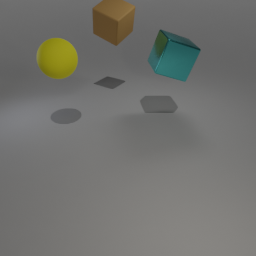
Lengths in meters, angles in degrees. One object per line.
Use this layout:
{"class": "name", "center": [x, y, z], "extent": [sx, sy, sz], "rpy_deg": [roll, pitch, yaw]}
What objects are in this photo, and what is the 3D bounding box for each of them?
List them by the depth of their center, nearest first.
{"class": "ball", "center": [-2.473, -2.430, 9.833], "extent": [1.400, 1.400, 1.400], "rpy_deg": [0, 30, 0]}
{"class": "cube", "center": [1.788, -2.898, 11.214], "extent": [1.400, 1.400, 1.400], "rpy_deg": [12, 30, -18]}
{"class": "cube", "center": [-0.661, -4.964, 12.911], "extent": [1.400, 1.400, 1.400], "rpy_deg": [32, 60, 14]}
